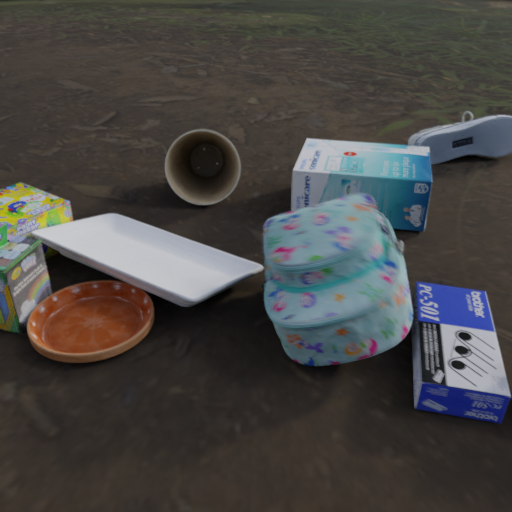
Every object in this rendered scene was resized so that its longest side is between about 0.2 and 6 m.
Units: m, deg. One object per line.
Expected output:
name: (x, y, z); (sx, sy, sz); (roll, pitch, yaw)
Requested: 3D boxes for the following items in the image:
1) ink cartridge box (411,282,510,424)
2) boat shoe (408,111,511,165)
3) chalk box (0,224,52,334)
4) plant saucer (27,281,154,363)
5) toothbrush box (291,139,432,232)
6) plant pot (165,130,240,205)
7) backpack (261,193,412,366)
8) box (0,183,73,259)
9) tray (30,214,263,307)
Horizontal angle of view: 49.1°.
ink cartridge box: (2.694, 1.217, 7.649); (1.050, 0.494, 2.233); (8, 32, 10)
boat shoe: (5.267, -3.012, 14.228); (2.937, 1.085, 1.252); (-13, 29, -2)
chalk box: (-3.754, 0.249, 8.292); (0.919, 1.485, 0.924); (8, 32, 13)
plant saucer: (-2.414, 0.968, 8.277); (1.803, 0.291, 1.803); (1, 31, -1)
toothbrush box: (2.169, -1.520, 11.547); (2.655, 1.132, 1.944); (6, 32, 12)
plant pot: (-1.128, -2.023, 12.245); (1.549, 1.549, 1.654); (-1, 16, -2)
backpack: (1.093, 0.330, 7.922); (2.098, 1.779, 2.364); (-14, 38, 13)
box: (-4.353, -0.518, 10.099); (1.444, 0.914, 1.499); (20, 36, 29)
tray: (-1.866, 0.045, 9.426); (3.613, 0.401, 1.940); (19, 24, 28)
